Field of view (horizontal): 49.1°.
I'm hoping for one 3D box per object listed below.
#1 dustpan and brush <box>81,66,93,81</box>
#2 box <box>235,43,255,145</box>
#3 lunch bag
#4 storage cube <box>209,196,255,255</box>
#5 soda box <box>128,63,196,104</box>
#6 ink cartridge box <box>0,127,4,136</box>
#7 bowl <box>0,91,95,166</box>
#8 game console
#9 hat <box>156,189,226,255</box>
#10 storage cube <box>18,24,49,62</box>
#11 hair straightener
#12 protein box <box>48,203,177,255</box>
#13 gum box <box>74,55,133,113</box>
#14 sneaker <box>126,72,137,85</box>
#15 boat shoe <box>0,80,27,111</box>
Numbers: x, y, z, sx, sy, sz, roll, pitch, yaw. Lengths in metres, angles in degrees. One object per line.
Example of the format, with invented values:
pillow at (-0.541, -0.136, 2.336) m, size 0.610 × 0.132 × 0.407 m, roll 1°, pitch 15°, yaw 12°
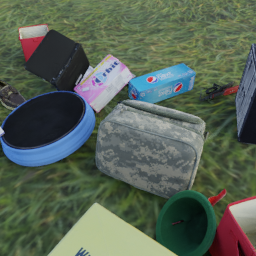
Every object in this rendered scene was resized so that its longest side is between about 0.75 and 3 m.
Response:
dustpan and brush at (-2.174, -2.196, 10.247) m, size 1.646 × 0.471 × 1.149 m, roll 22°, pitch 48°, yaw 21°
box at (3.863, -0.924, 7.769) m, size 1.264 × 2.052 × 2.035 m, roll 8°, pitch 45°, yaw 9°
lunch bag at (0.621, 0.273, 6.898) m, size 2.460 × 1.714 × 2.064 m, roll 16°, pitch 30°, yaw 15°
storage cube at (2.579, 2.223, 4.748) m, size 1.906 × 1.713 × 1.629 m, roll -12°, pitch 45°, yaw -11°
soda box at (1.124, -1.426, 9.278) m, size 2.178 × 0.699 × 0.739 m, roll -20°, pitch 47°, yaw -20°
ink cartridge box at (-4.465, -0.002, 7.340) m, size 1.808 × 0.430 × 1.830 m, roll -36°, pitch 82°, yaw -15°
bowl at (-2.235, -0.116, 7.698) m, size 2.617 × 0.514 × 2.617 m, roll -9°, pitch 41°, yaw 8°
game console at (-2.191, -1.999, 9.018) m, size 0.999 × 1.510 × 1.716 m, roll 15°, pitch 65°, yaw 22°
hat at (1.619, 2.117, 5.940) m, size 1.637 × 1.441 × 1.356 m, roll -52°, pitch 38°, yaw 9°
storage cube at (-3.515, -3.230, 10.864) m, size 1.243 × 1.118 × 1.063 m, roll -13°, pitch 45°, yaw -14°
hair straightener at (2.996, -1.253, 9.454) m, size 1.522 × 0.311 × 0.585 m, roll -23°, pitch 48°, yaw -16°
protein box at (-0.187, 3.154, 3.607) m, size 2.816 × 1.914 × 2.837 m, roll 26°, pitch 49°, yaw 24°
gum box at (-0.750, -1.458, 8.877) m, size 1.718 × 0.568 × 0.975 m, roll -45°, pitch 55°, yaw -2°
sneaker at (-0.303, -1.985, 9.958) m, size 1.464 × 0.581 × 0.541 m, roll 28°, pitch 49°, yaw 25°
boat shoe at (-3.898, -1.098, 9.039) m, size 1.716 × 0.556 × 0.628 m, roll 27°, pitch 50°, yaw 25°
